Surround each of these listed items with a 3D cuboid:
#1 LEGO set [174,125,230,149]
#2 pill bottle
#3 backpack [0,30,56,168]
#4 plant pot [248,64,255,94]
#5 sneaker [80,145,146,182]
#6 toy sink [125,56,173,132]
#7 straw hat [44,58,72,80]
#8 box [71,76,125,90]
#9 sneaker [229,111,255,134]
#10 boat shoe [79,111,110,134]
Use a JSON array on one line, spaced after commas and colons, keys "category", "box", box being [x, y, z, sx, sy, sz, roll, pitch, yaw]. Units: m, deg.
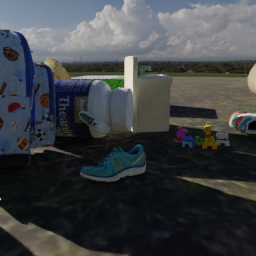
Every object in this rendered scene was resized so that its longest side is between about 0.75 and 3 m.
[{"category": "LEGO set", "box": [1.748, 0.163, 6.647, 1.326, 0.544, 0.506, 3, 14, 14]}, {"category": "pill bottle", "box": [-1.275, -0.508, 7.438, 2.719, 1.509, 1.509, 2, 13, 10]}, {"category": "backpack", "box": [-2.611, -0.648, 5.552, 2.100, 2.596, 2.725, -12, 16, -42]}, {"category": "plant pot", "box": [8.516, -2.547, 15.746, 2.315, 2.315, 2.472, -3, 28, -14]}, {"category": "sneaker", "box": [-0.243, 0.589, 4.829, 1.292, 0.515, 0.501, -10, 16, -36]}, {"category": "toy sink", "box": [0.588, -1.060, 8.464, 1.195, 2.132, 1.390, -3, 12, -10]}, {"category": "straw hat", "box": [-3.274, -1.827, 11.977, 2.216, 2.216, 0.938, 13, 46, 46]}, {"category": "box", "box": [-1.228, -1.842, 13.810, 2.806, 1.356, 2.476, 2, 15, 13]}, {"category": "sneaker", "box": [3.886, -0.103, 7.833, 1.919, 0.675, 0.897, -3, 23, -8]}, {"category": "boat shoe", "box": [-0.796, -0.101, 6.425, 0.815, 0.300, 0.272, 31, 5, -4]}]
